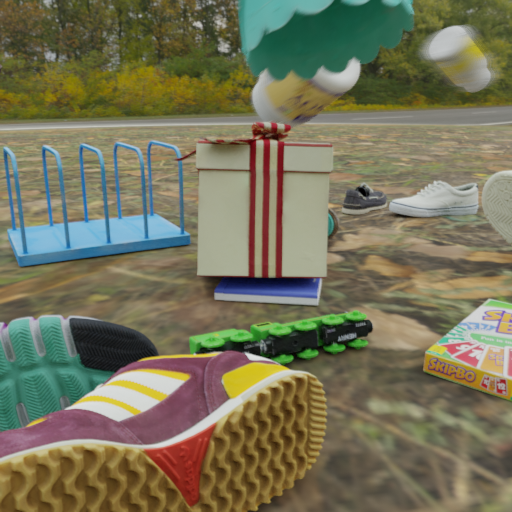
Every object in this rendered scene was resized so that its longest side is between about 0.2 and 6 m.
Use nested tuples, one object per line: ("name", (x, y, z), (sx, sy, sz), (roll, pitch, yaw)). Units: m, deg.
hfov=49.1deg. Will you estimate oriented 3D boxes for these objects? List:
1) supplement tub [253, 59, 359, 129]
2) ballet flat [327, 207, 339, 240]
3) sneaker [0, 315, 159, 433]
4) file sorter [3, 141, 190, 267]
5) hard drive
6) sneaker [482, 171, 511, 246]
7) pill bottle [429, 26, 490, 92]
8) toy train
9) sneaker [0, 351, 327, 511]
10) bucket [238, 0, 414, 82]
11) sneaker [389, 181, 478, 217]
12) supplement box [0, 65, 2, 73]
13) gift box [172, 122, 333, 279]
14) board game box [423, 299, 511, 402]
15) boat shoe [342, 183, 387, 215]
("supplement tub", (0.794, -2.968, 9.494), (1.210, 1.210, 1.665), (-12, -10, -35))
("ballet flat", (0.662, -0.779, 10.799), (2.449, 0.834, 0.823), (14, 12, 36))
("sneaker", (-2.245, 0.944, 4.653), (2.767, 1.029, 1.211), (-7, 13, -20))
("file sorter", (-2.918, -1.078, 10.047), (2.884, 1.769, 2.001), (-9, 18, -26))
("hard drive", (0.193, 0.429, 7.733), (1.362, 0.173, 0.899), (2, 16, 9))
("sneaker", (5.274, -0.528, 8.589), (1.817, 1.253, 3.266), (-13, 30, -33))
("pill bottle", (3.555, -3.344, 9.667), (1.160, 0.645, 0.645), (29, -4, -37))
("toy train", (0.276, 0.878, 5.892), (2.047, 0.427, 0.577), (-7, 8, -23))
("sneaker", (-0.891, 1.304, 3.619), (2.820, 1.057, 1.270), (-6, 8, -39))
("bucket", (0.718, -3.053, 6.530), (2.029, 1.320, 2.029), (-12, -4, -1))
("sneaker", (3.990, -1.309, 12.575), (2.119, 0.750, 0.774), (-4, 17, -14))
("supplement box", (-4.241, -2.433, 8.220), (1.230, 0.527, 0.679), (-36, 16, 54))
("gift box", (-0.094, -0.774, 7.862), (2.174, 2.030, 2.006), (2, 4, -9))
("board game box", (2.695, 0.917, 5.984), (1.000, 0.314, 2.094), (14, 19, 37))
("boat shoe", (2.605, -1.402, 13.175), (0.681, 0.588, 1.875), (11, 20, 34))
